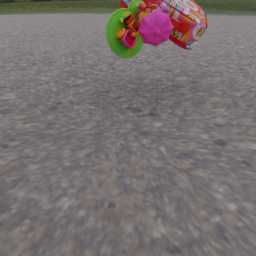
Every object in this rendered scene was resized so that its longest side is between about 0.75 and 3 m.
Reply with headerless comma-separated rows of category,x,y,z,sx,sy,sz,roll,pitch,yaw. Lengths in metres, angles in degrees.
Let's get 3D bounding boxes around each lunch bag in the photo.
lunch bag,1.185,-3.714,8.840,2.820,1.155,2.484,28,36,-12

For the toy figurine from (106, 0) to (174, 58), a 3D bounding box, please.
toy figurine,0.502,-2.589,6.977,1.568,1.279,1.704,14,71,51
